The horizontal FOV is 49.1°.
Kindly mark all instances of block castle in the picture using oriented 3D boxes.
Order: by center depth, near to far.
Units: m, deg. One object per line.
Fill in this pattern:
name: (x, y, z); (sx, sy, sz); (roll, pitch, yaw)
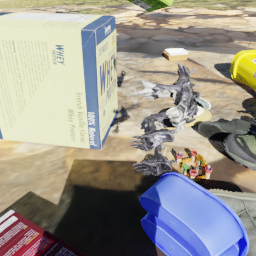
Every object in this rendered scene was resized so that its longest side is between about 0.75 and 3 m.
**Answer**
block castle: (1.471, 0.814, 6.266); (0.535, 0.375, 0.800); (-8, 31, -14)

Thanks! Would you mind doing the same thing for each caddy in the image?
caddy: (0.975, 1.443, 4.367); (0.910, 1.225, 1.733); (-28, 40, -32)

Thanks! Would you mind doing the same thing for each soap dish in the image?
soap dish: (2.363, -3.604, 13.785); (1.058, 0.430, 0.832); (-6, 31, -10)

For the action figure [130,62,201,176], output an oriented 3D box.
action figure: (0.297, -0.142, 2.332); (0.522, 0.608, 1.024); (5, 43, 27)

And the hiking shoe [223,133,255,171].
hiking shoe: (3.625, 0.242, 6.188); (2.840, 1.429, 1.075); (7, 31, 12)

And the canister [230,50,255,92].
canister: (5.281, -1.854, 10.066); (2.052, 1.196, 2.763); (-5, 32, -8)

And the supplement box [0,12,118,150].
supplement box: (-1.920, -1.302, 7.291); (2.970, 2.973, 1.996); (5, 31, 9)

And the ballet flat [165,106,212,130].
ballet flat: (1.650, -0.352, 7.991); (2.067, 0.652, 0.709); (-19, 35, -29)

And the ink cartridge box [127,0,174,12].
ink cartridge box: (0.394, -1.840, 3.092); (0.360, 0.949, 0.702); (19, 10, -21)

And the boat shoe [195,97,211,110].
boat shoe: (2.129, -0.870, 9.128); (0.348, 0.410, 1.126); (-22, 42, -40)

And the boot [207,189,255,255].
boot: (1.803, 1.807, 4.453); (1.611, 0.643, 1.772); (-3, 37, -1)

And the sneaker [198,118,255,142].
sneaker: (2.749, 0.034, 7.543); (1.610, 0.483, 0.840); (16, 34, 17)

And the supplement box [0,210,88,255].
supplement box: (-1.359, 2.052, 3.906); (1.989, 0.606, 1.082); (17, 34, 28)
